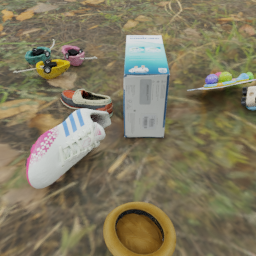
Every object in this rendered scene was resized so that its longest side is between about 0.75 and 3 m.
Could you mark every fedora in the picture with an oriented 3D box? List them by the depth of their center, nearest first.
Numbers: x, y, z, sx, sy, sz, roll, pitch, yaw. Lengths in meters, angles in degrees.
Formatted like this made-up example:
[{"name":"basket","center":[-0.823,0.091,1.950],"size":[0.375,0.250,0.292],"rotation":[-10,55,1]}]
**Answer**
[{"name":"fedora","center":[0.174,1.770,4.533],"size":[1.191,0.486,1.191],"rotation":[2,40,-2]}]

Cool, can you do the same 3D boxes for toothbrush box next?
[{"name":"toothbrush box","center":[0.410,-1.153,7.264],"size":[1.024,1.758,2.401],"rotation":[0,37,0]}]

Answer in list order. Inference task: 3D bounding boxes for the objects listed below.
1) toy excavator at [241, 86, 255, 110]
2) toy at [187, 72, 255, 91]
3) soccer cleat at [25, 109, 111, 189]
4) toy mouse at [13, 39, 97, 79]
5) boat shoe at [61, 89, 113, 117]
[{"name":"toy excavator","center":[3.677,-0.874,7.923],"size":[0.522,1.044,1.015],"rotation":[-3,63,43]},{"name":"toy","center":[2.789,-1.415,8.157],"size":[1.888,0.446,1.087],"rotation":[-9,7,-17]},{"name":"soccer cleat","center":[-1.147,0.277,5.982],"size":[1.093,0.884,2.531],"rotation":[-1,32,20]},{"name":"toy mouse","center":[-2.560,-2.469,9.948],"size":[2.752,0.533,2.446],"rotation":[-10,39,-14]},{"name":"boat shoe","center":[-1.176,-0.801,7.796],"size":[1.762,0.551,0.627],"rotation":[21,44,27]}]
